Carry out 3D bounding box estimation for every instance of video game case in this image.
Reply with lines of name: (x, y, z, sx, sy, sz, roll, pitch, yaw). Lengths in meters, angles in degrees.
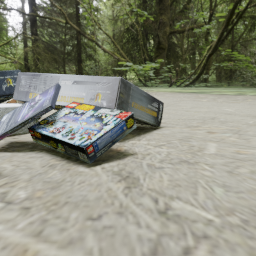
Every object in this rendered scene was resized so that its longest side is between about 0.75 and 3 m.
video game case: (-1.760, -0.261, 4.848, 1.290, 0.122, 0.922, -28, 29, 11)

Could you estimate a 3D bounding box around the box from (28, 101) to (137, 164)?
box: (-0.763, -0.007, 4.513, 1.512, 0.302, 1.035, 13, 38, 40)

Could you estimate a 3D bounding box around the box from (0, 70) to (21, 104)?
box: (-4.804, -0.890, 7.829, 2.364, 0.765, 2.998, -9, 6, 41)

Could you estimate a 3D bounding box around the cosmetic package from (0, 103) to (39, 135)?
cosmetic package: (-2.822, -0.190, 6.052, 0.837, 0.660, 1.556, 8, 12, 38)

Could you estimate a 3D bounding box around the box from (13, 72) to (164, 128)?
box: (-0.854, -0.643, 6.682, 2.829, 0.684, 2.241, 8, -3, 28)

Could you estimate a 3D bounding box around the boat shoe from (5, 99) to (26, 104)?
boat shoe: (-3.073, -0.587, 8.073, 0.735, 0.778, 2.162, -19, 3, -4)
